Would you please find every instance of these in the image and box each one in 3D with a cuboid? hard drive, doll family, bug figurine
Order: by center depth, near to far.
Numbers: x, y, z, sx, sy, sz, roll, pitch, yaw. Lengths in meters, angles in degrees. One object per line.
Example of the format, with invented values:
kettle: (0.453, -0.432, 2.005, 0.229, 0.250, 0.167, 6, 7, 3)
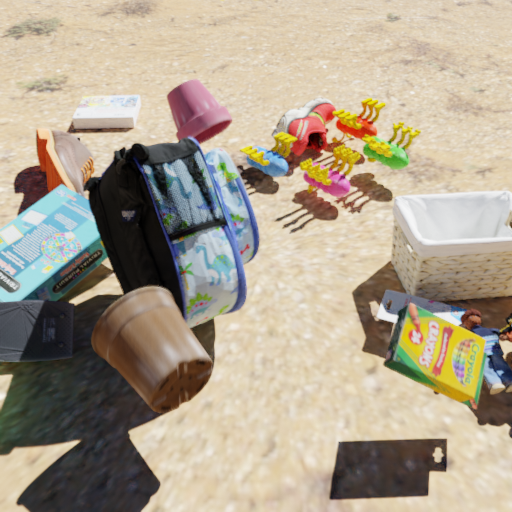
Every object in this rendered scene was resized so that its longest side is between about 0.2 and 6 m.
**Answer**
doll family: (4.072, 1.273, 8.358, 2.287, 0.897, 1.322, 1, 56, -20)
hard drive: (-3.529, 1.172, 8.717, 1.388, 0.294, 0.936, 0, 79, -7)
bug figurine: (1.768, -2.430, 13.071, 3.992, 1.027, 3.096, -25, 39, -22)

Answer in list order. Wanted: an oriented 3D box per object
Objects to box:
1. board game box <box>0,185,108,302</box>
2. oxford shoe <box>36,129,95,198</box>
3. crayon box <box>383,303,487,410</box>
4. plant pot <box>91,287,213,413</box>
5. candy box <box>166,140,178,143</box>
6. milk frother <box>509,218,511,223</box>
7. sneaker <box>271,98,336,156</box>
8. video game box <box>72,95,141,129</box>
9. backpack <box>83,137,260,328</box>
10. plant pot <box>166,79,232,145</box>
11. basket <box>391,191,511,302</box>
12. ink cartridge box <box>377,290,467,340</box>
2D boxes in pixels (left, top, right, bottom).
board game box: (-3.826, -0.094, 10.121, 1.854, 0.576, 2.456, 27, 58, 30)
oxford shoe: (-4.133, -2.016, 12.558, 1.156, 1.131, 3.171, -7, 41, -27)
crayon box: (2.421, 1.301, 7.276, 1.360, 0.345, 0.863, 25, 62, -3)
plant pot: (-1.246, 1.230, 7.049, 1.211, 1.211, 1.199, -25, 52, -29)
candy box: (-1.754, -2.155, 13.200, 1.008, 0.488, 1.728, -20, 41, -22)
milk frother: (5.776, -0.872, 11.505, 1.028, 0.927, 0.967, 25, 13, -49)
sneaker: (1.409, -3.168, 14.281, 1.161, 1.053, 2.735, 44, 42, 7)
video game box: (-4.153, -4.041, 15.685, 1.654, 0.387, 1.507, -1, 40, -2)
backpack: (-1.174, -0.270, 8.830, 2.037, 2.772, 2.536, -19, 3, -29)
plant pot: (-1.291, -3.054, 11.886, 1.243, 1.243, 1.113, -29, 91, -32)
basket: (3.604, -0.161, 9.916, 2.246, 1.386, 1.523, -3, 38, -5)
ink cartridge box: (2.654, 1.090, 9.066, 1.332, 0.452, 0.767, 15, 41, 17)
